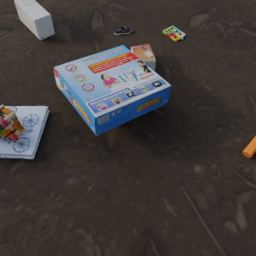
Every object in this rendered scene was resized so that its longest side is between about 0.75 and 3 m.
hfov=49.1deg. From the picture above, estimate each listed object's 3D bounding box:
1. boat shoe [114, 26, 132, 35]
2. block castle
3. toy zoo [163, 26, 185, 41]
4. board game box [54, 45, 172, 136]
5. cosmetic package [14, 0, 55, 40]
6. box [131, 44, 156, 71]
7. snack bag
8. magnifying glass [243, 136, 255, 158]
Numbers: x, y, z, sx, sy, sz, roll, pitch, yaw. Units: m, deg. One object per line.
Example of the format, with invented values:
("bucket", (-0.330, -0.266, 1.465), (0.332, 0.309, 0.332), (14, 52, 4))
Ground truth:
("boat shoe", (-0.211, -4.344, 12.362), (0.855, 0.258, 0.316), (-11, 56, -8))
("block castle", (-4.047, -0.224, 8.714), (1.572, 1.051, 0.738), (28, 60, 25))
("toy zoo", (2.068, -4.131, 12.311), (0.617, 0.096, 0.940), (-33, 61, -21))
("board game box", (-0.561, -1.429, 9.396), (2.860, 0.799, 2.800), (-25, 53, -24))
("cosmetic package", (-4.085, -4.825, 12.240), (0.801, 1.017, 1.889), (-34, 63, -23))
("box", (0.587, -2.748, 11.073), (0.772, 0.539, 1.014), (-11, 56, -7))
("snack bag", (-3.890, 0.093, 9.282), (2.185, 0.234, 2.060), (1, 54, 5))
("magnifying glass", (4.513, 0.145, 9.235), (0.931, 0.262, 2.339), (38, 64, 23))
